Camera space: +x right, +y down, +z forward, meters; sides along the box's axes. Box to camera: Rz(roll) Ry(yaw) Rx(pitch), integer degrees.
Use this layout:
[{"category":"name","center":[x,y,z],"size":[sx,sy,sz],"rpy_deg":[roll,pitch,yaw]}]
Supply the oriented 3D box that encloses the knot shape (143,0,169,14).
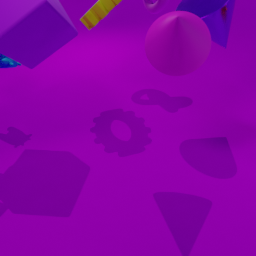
[{"category":"knot shape","center":[0.992,-4.722,8.561],"size":[2.008,1.879,0.928],"rpy_deg":[58,17,10]}]

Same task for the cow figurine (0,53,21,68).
[{"category":"cow figurine","center":[-3.207,-2.166,7.246],"size":[1.176,1.195,0.656],"rpy_deg":[32,28,21]}]

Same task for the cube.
[{"category":"cube","center":[-2.174,-2.356,5.847],"size":[1.400,1.400,1.400],"rpy_deg":[-33,76,9]}]

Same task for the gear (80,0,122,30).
[{"category":"gear","center":[-0.437,-3.413,7.351],"size":[1.956,0.362,1.956],"rpy_deg":[-38,23,19]}]

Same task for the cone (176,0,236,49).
[{"category":"cone","center":[2.146,-2.508,6.849],"size":[1.495,1.500,1.495],"rpy_deg":[-24,41,23]}]

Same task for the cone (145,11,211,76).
[{"category":"cone","center":[0.855,-1.658,4.838],"size":[1.276,1.276,1.281],"rpy_deg":[7,0,10]}]
